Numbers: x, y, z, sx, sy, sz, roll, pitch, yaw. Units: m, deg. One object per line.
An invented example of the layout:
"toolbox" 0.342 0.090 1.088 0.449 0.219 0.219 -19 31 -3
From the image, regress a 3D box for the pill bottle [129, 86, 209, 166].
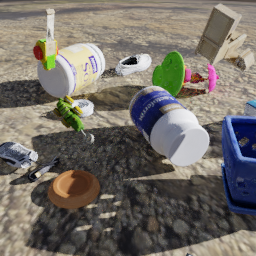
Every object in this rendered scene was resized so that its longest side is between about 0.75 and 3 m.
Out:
"pill bottle" 1.302 -0.119 9.478 1.715 1.715 2.964 -11 33 -18

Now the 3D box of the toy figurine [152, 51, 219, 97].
"toy figurine" 2.970 -2.407 13.667 2.645 2.157 2.874 2 4 -23

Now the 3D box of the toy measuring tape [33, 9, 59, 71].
"toy measuring tape" -2.964 -3.176 10.051 0.910 2.474 0.910 8 45 -8

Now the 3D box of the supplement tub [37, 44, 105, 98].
"supplement tub" -2.671 -2.887 13.629 2.109 2.109 2.901 18 36 26

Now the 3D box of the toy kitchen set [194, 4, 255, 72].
"toy kitchen set" 3.046 -2.537 7.695 1.665 1.502 1.358 -36 67 -30

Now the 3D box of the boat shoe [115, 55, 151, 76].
"boat shoe" 0.444 -3.731 15.986 2.569 0.840 0.945 -33 73 -33

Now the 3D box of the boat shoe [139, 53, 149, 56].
"boat shoe" 0.948 -4.313 17.501 0.498 0.566 1.590 10 28 12

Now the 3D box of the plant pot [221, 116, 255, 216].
"plant pot" 3.567 1.066 7.316 2.180 1.960 2.180 4 32 8

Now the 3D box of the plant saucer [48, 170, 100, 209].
"plant saucer" -1.538 1.657 7.974 1.454 0.272 1.454 0 32 0

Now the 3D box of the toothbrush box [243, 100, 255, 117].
"toothbrush box" 5.939 -0.358 10.469 2.580 1.100 1.889 -11 34 -20

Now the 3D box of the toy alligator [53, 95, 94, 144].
"toy alligator" -1.222 -0.235 6.067 1.492 0.495 0.359 46 7 30

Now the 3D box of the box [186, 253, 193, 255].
"box" 1.479 3.040 5.789 0.791 0.182 0.629 17 35 26

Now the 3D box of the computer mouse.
"computer mouse" -3.287 1.008 8.909 2.060 0.452 1.130 21 41 21

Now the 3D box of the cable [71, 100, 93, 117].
"cable" -2.056 -0.819 11.898 1.158 0.401 1.158 27 39 36
